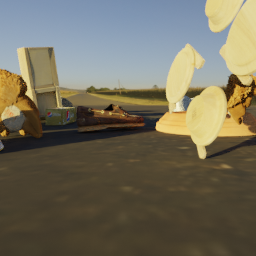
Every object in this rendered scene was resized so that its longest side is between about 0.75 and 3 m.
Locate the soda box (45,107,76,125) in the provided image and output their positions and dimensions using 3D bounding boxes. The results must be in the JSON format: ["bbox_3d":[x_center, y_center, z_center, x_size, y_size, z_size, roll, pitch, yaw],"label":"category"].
[{"bbox_3d":[-2.118,-0.398,9.005,0.540,0.510,1.595,0,6,4],"label":"soda box"}]

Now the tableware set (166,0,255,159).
[{"bbox_3d":[1.088,-0.876,3.553,0.271,2.340,1.955,12,42,-15],"label":"tableware set"}]

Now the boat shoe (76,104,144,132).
[{"bbox_3d":[-0.378,-0.275,6.855,1.859,0.654,0.654,-3,-4,-37],"label":"boat shoe"}]

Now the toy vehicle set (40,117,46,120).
[{"bbox_3d":[-2.800,-0.466,11.411,0.844,0.180,1.358,4,7,38],"label":"toy vehicle set"}]

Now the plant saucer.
[{"bbox_3d":[1.957,-0.167,6.894,2.514,0.471,2.514,1,6,0],"label":"plant saucer"}]

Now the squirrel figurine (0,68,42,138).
[{"bbox_3d":[-2.306,-0.524,5.714,0.994,1.405,1.311,-7,16,-13],"label":"squirrel figurine"}]

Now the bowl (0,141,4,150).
[{"bbox_3d":[-2.626,-0.013,4.016,1.531,0.719,1.531,0,5,0],"label":"bowl"}]

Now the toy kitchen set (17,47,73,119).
[{"bbox_3d":[-3.289,-1.690,10.605,2.700,2.436,2.203,8,18,44],"label":"toy kitchen set"}]

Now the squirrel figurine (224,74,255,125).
[{"bbox_3d":[2.171,-0.669,5.291,0.653,0.862,0.923,56,12,33],"label":"squirrel figurine"}]

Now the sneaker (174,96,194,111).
[{"bbox_3d":[2.383,-0.850,12.570,1.060,0.956,2.587,-16,-6,29],"label":"sneaker"}]
